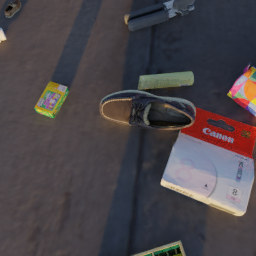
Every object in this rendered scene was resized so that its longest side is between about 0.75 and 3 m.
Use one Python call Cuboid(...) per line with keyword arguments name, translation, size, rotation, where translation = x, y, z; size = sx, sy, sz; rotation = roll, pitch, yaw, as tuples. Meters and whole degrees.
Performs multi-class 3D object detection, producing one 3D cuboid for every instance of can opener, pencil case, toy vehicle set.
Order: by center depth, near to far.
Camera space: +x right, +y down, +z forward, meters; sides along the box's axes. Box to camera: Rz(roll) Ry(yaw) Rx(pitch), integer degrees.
Cuboid(name="toy vehicle set", translation=(0.412, 3.626, 6.494), size=(2.179, 0.289, 1.354), rotation=(-15, 67, -7))
Cuboid(name="pencil case", translation=(4.173, -0.692, 7.984), size=(1.175, 1.175, 2.659), rotation=(-41, 73, -16))
Cuboid(name="can opener", translation=(1.135, -4.128, 9.625), size=(2.546, 0.851, 0.679), rotation=(-20, 68, -9))

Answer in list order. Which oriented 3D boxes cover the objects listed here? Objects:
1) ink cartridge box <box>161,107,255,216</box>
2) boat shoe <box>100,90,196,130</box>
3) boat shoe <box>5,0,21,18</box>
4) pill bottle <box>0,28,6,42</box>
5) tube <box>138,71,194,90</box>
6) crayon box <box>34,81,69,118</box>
Cuboid(name="ink cartridge box", translation=(2.331, 0.691, 7.623), size=(2.180, 0.765, 2.682), rotation=(20, 72, 9))
Cuboid(name="boat shoe", translation=(0.513, -0.461, 7.769), size=(2.754, 0.892, 0.990), rotation=(7, 107, 5))
Cuboid(name="boat shoe", translation=(-4.117, -4.320, 10.011), size=(0.322, 0.305, 0.849), rotation=(17, 67, 8))
Cuboid(name="pill bottle", translation=(-4.548, -3.025, 9.351), size=(0.815, 0.462, 0.462), rotation=(-23, 68, -9))
Cuboid(name="tube", translation=(1.154, -1.469, 8.603), size=(1.686, 0.438, 0.489), rotation=(-7, 109, -7))
Cuboid(name="crayon box", translation=(-2.296, -0.866, 8.481), size=(0.606, 0.297, 1.020), rotation=(19, 67, 8))
